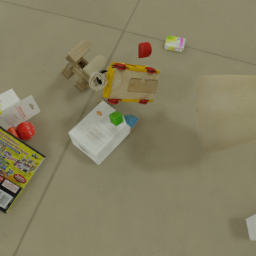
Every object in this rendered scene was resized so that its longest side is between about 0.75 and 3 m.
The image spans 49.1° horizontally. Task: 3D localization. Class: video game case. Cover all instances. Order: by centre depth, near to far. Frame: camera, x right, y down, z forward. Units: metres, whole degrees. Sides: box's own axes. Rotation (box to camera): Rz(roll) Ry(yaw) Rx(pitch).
[{"bbox_3d":[-4.757,1.287,9.967,2.689,0.343,2.430,38,65,-16],"label":"video game case"}]

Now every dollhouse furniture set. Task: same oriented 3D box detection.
[{"bbox_3d":[-1.234,-2.335,11.592,2.569,2.252,1.707,45,70,-8],"label":"dollhouse furniture set"}]

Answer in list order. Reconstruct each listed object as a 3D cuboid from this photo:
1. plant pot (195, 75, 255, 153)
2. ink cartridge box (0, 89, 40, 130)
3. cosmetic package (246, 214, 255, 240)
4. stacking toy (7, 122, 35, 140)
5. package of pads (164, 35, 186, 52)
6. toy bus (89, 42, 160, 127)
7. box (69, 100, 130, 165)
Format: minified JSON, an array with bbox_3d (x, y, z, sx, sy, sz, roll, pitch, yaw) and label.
[{"bbox_3d":[3.660,-0.563,8.453,2.661,2.493,2.493,-6,59,26],"label":"plant pot"},{"bbox_3d":[-4.831,-0.641,11.143,2.302,1.325,0.781,-32,67,-15],"label":"ink cartridge box"},{"bbox_3d":[5.201,3.252,9.280,2.111,1.071,0.752,-2,62,-2],"label":"cosmetic package"},{"bbox_3d":[-4.875,0.525,10.768,2.645,1.129,1.129,-24,65,-17],"label":"stacking toy"},{"bbox_3d":[2.257,-4.043,13.483,0.925,0.316,0.715,13,62,7],"label":"package of pads"},{"bbox_3d":[-0.187,-1.533,9.166,2.373,2.515,1.300,-44,43,-13],"label":"toy bus"},{"bbox_3d":[-1.052,0.176,10.890,1.461,1.020,1.919,38,69,18],"label":"box"}]
